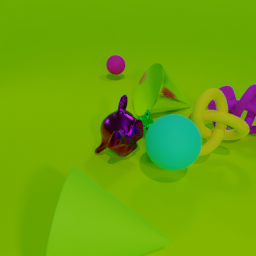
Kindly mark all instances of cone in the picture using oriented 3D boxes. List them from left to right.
[{"bbox_3d":[-0.142,1.438,3.861,1.552,1.546,1.546,10,32,0],"label":"cone"},{"bbox_3d":[1.219,-0.857,8.128,1.562,1.556,1.556,18,25,-23],"label":"cone"},{"bbox_3d":[2.866,-0.583,7.799,0.887,0.884,0.884,27,23,-24],"label":"cone"}]

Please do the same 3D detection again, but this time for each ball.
[{"bbox_3d":[-0.438,-2.273,10.090,0.705,0.705,0.705,0,32,0],"label":"ball"},{"bbox_3d":[0.843,0.269,5.252,1.050,1.050,1.050,0,32,0],"label":"ball"}]

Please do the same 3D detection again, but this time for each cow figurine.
[{"bbox_3d":[0.746,0.084,6.743,1.221,0.670,1.202,6,33,-2],"label":"cow figurine"}]

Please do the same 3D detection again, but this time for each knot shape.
[{"bbox_3d":[1.688,-0.158,5.731,1.429,1.338,0.660,-11,29,7],"label":"knot shape"},{"bbox_3d":[2.862,-0.264,6.759,1.321,1.412,0.653,35,17,-22],"label":"knot shape"}]

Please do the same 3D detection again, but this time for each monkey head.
[{"bbox_3d":[-0.261,0.079,5.986,0.918,1.524,1.096,35,17,26],"label":"monkey head"}]
